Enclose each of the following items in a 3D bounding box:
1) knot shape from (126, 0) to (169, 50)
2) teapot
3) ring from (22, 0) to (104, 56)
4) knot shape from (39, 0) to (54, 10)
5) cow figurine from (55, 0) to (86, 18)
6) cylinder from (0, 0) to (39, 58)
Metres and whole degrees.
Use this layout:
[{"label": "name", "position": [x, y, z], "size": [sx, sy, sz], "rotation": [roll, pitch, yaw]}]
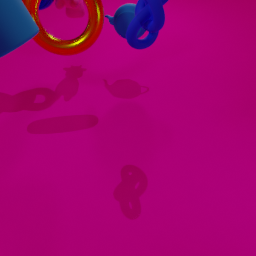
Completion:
[{"label": "knot shape", "position": [0.388, -2.062, 4.946], "size": [0.585, 1.184, 1.266], "rotation": [17, 92, -3]}, {"label": "teapot", "position": [0.045, -3.125, 8.125], "size": [1.633, 1.016, 0.800], "rotation": [6, 42, 10]}, {"label": "ring", "position": [-1.546, -2.716, 6.729], "size": [1.948, 1.948, 0.390], "rotation": [-6, 29, -5]}, {"label": "knot shape", "position": [-3.025, -3.874, 7.177], "size": [2.022, 1.892, 0.934], "rotation": [-17, 27, -1]}, {"label": "cow figurine", "position": [-1.658, -3.904, 8.098], "size": [0.829, 1.511, 1.487], "rotation": [0, 38, 4]}, {"label": "cylinder", "position": [-1.472, -1.168, 2.877], "size": [0.790, 0.790, 0.790], "rotation": [-21, 31, 13]}]
